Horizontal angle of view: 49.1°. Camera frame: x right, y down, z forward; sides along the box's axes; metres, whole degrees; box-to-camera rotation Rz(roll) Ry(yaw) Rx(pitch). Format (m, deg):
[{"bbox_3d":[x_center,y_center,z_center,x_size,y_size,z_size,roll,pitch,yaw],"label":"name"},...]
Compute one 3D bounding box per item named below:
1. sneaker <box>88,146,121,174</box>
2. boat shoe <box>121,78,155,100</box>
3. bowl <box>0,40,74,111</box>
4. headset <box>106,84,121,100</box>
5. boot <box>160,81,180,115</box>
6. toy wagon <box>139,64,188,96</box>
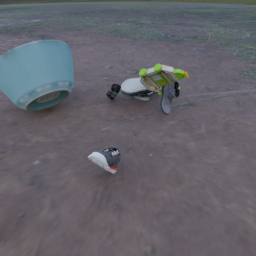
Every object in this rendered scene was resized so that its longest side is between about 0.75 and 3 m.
[{"bbox_3d":[-0.448,0.594,6.073,0.531,1.377,0.564,30,81,12],"label":"sneaker"},{"bbox_3d":[0.499,-1.462,10.275,0.884,0.730,2.362,28,34,18],"label":"boat shoe"},{"bbox_3d":[-2.859,-1.493,9.099,2.691,1.408,2.691,-24,-5,-2],"label":"bowl"},{"bbox_3d":[-0.487,-1.254,10.047,0.457,0.601,0.973,38,18,10],"label":"headset"},{"bbox_3d":[1.338,-0.935,8.801,0.346,0.991,0.653,-4,-1,-32],"label":"boot"},{"bbox_3d":[1.174,-1.569,8.872,1.603,1.243,0.317,-11,57,37],"label":"toy wagon"}]
